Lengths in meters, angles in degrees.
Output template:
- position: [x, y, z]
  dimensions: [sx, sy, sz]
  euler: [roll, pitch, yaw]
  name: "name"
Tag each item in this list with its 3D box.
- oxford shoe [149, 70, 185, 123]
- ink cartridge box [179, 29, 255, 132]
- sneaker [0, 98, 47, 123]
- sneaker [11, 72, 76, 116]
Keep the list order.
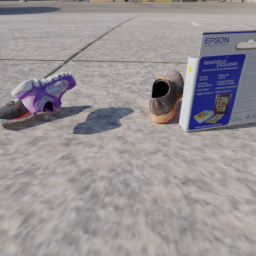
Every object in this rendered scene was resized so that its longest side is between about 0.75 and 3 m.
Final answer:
- position: [1.156, -1.161, 8.065]
  dimensions: [0.821, 0.840, 2.303]
  euler: [-1, 39, 22]
  name: "oxford shoe"
- position: [2.599, -1.187, 6.890]
  dimensions: [2.488, 2.517, 0.592]
  euler: [-7, 33, -14]
  name: "ink cartridge box"
- position: [-2.901, -0.727, 7.722]
  dimensions: [0.813, 0.864, 2.110]
  euler: [10, 25, 41]
  name: "sneaker"
- position: [-1.957, -0.833, 7.125]
  dimensions: [0.793, 0.871, 1.971]
  euler: [-31, 2, 32]
  name: "sneaker"
